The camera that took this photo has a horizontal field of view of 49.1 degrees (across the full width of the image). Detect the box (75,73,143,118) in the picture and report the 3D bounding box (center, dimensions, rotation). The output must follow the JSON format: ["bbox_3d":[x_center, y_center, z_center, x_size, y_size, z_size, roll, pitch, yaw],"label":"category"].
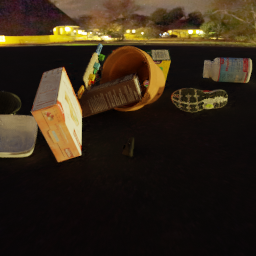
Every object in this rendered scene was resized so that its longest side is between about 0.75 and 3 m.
[{"bbox_3d":[-0.813,-1.401,11.954,2.741,1.027,1.372,-14,20,12],"label":"box"}]

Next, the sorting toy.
[{"bbox_3d":[-1.377,-2.179,11.130,0.318,2.332,1.313,22,-8,2],"label":"sorting toy"}]

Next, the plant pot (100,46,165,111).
[{"bbox_3d":[0.385,-2.175,13.048,2.845,2.845,1.991,16,10,35],"label":"plant pot"}]

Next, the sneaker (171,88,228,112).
[{"bbox_3d":[3.233,-1.300,13.132,2.779,1.070,1.180,1,7,-16],"label":"sneaker"}]

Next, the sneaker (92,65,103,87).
[{"bbox_3d":[-1.422,-2.296,12.653,0.419,1.088,0.446,-9,43,-42],"label":"sneaker"}]

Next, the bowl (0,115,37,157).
[{"bbox_3d":[-3.561,0.311,8.631,1.495,0.559,1.497,1,49,-8],"label":"bowl"}]

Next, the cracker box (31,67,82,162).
[{"bbox_3d":[-2.027,-0.514,8.485,0.759,1.763,2.633,-16,34,2],"label":"cracker box"}]

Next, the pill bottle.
[{"bbox_3d":[6.547,-3.870,18.640,2.888,1.570,1.570,5,22,12],"label":"pill bottle"}]

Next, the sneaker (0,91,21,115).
[{"bbox_3d":[-4.883,-0.886,11.134,2.646,0.981,1.171,-8,3,35],"label":"sneaker"}]

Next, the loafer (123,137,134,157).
[{"bbox_3d":[0.004,0.557,8.841,0.351,0.359,0.983,2,22,5],"label":"loafer"}]

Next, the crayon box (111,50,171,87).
[{"bbox_3d":[0.573,-2.984,15.083,2.976,2.568,0.867,-2,60,-5],"label":"crayon box"}]
